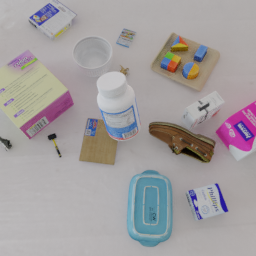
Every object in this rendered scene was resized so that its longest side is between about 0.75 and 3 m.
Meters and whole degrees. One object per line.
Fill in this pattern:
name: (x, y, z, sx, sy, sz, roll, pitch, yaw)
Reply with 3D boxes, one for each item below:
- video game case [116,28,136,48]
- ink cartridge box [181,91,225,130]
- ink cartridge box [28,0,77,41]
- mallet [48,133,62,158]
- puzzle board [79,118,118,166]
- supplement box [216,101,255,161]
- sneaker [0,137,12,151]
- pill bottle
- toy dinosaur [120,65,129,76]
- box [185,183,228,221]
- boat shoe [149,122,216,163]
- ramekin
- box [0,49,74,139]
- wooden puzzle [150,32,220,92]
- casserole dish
video game case: (-0.075, -4.222, 13.118, 0.654, 0.081, 0.914, 21, 70, 9)
ink cartridge box: (2.947, -0.679, 11.147, 1.482, 1.069, 0.621, -29, 71, -11)
ink cartridge box: (-3.564, -5.190, 13.359, 1.691, 0.402, 1.711, 40, 72, 16)
mallet: (-2.815, 0.672, 11.104, 0.339, 0.212, 1.031, -30, 76, -16)
puzzle board: (-1.094, 0.522, 11.167, 1.390, 0.161, 1.845, 7, 68, 4)
supplement box: (5.125, -0.216, 10.738, 2.948, 1.524, 1.492, -31, 72, -10)
sneaker: (-4.875, 0.547, 11.111, 0.342, 0.251, 0.756, -39, 77, -17)
pill bottle: (-0.348, -0.779, 10.170, 1.363, 2.429, 1.363, -7, 46, 7)
toy dinosaur: (-0.161, -2.541, 12.351, 0.418, 0.240, 0.826, -12, 69, -3)
box: (2.806, 2.648, 10.057, 1.155, 0.606, 1.063, -14, 69, -6)
boat shoe: (1.991, 0.544, 10.711, 2.687, 0.967, 0.914, 18, 68, 7)
ramekin: (-1.508, -3.046, 12.198, 1.725, 0.905, 1.725, 0, 67, 0)
box: (-4.007, -1.364, 11.305, 2.352, 1.293, 2.674, -42, 75, -15)
wooden puzzle: (2.575, -3.060, 12.378, 2.496, 0.578, 2.312, 29, 70, 11)
casserole dish: (0.810, 2.797, 10.054, 1.650, 0.529, 2.725, 3, 69, 1)
